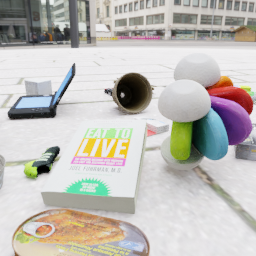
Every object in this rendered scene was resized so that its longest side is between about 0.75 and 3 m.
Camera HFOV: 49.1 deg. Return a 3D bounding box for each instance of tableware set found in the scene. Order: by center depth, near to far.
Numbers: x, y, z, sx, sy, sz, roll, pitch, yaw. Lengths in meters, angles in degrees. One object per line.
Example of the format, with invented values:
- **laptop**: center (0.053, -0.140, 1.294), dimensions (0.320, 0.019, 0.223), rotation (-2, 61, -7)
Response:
- **tableware set**: center (0.296, -1.999, 14.081), dimensions (2.128, 0.426, 1.406), rotation (10, -3, -11)

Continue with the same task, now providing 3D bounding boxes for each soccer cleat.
- **soccer cleat**: center (-1.957, 0.824, 6.734), dimensions (0.493, 0.411, 1.217), rotation (19, 31, 19)

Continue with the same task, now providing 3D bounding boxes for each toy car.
- **toy car**: center (1.823, -0.271, 6.385), dimensions (1.919, 2.239, 2.559), rotation (12, 46, 21)

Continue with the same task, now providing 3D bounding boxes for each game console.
- **game console**: center (-3.431, -1.648, 11.541), dimensions (2.620, 1.734, 2.980), rotation (-3, 20, -9)

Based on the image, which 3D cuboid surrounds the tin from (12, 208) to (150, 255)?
- **tin**: center (-0.697, 1.751, 4.083), dimensions (2.053, 0.430, 1.150), rotation (7, 17, 18)

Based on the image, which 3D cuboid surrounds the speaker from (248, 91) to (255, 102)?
- **speaker**: center (5.161, -1.395, 12.635), dimensions (1.222, 0.541, 0.541), rotation (-2, 20, -5)

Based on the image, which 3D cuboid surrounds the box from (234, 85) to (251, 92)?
- **box**: center (5.947, -2.131, 15.035), dimensions (1.137, 0.271, 0.693), rotation (4, 20, 10)

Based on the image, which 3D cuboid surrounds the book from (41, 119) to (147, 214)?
- **book**: center (-0.558, 0.699, 6.256), dimensions (1.774, 0.638, 2.655), rotation (3, 32, 7)

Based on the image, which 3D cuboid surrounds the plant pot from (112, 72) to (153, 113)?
- **plant pot**: center (-0.017, -1.397, 11.484), dimensions (1.599, 1.599, 1.388), rotation (-9, 5, -23)

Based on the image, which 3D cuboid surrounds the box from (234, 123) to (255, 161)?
- **box**: center (3.762, 0.357, 7.833), dimensions (1.489, 0.454, 1.880), rotation (7, 20, 17)

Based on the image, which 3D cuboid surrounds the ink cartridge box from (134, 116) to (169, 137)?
- **ink cartridge box**: center (0.594, -0.080, 9.349), dimensions (1.054, 0.267, 1.196), rotation (-14, 24, -36)

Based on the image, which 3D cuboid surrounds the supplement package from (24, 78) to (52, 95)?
- **supplement package**: center (-4.403, -1.973, 13.797), dimensions (1.073, 0.808, 0.814), rotation (14, 24, 34)

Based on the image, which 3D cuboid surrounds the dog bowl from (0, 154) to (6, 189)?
- **dog bowl**: center (-3.470, 1.065, 5.750), dimensions (1.836, 0.538, 1.836), rotation (0, 19, 0)

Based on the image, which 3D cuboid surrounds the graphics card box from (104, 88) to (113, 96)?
- **graphics card box**: center (-0.802, -1.867, 14.369), dimensions (0.564, 0.229, 0.900), rotation (-11, 21, -27)
